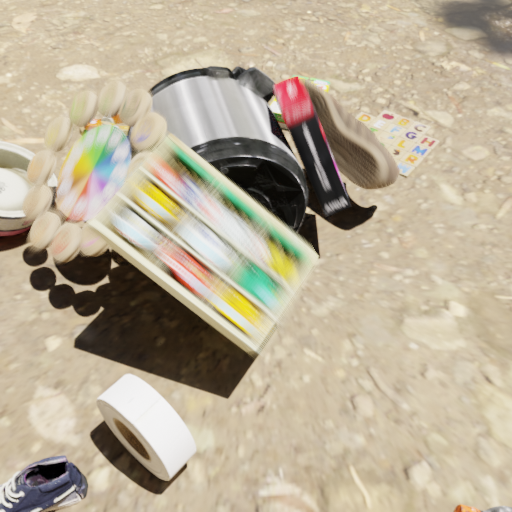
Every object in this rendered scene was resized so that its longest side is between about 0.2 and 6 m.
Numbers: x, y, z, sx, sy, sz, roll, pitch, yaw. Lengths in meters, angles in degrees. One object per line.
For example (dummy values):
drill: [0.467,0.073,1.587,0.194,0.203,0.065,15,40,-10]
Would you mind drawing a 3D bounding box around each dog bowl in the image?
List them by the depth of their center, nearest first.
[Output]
dog bowl: [-5.269,-1.341,11.458,2.215,0.817,2.215,20,42,-19]

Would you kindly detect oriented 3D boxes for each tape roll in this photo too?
tape roll: [-1.551,2.399,7.853,1.520,1.520,0.532,33,55,27]

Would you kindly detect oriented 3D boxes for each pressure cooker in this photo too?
pressure cooker: [-0.858,-1.822,10.755,3.125,3.174,3.553,-14,48,-8]

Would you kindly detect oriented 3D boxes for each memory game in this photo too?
memory game: [-2.894,-1.492,9.619,3.343,0.213,3.343,-10,70,29]

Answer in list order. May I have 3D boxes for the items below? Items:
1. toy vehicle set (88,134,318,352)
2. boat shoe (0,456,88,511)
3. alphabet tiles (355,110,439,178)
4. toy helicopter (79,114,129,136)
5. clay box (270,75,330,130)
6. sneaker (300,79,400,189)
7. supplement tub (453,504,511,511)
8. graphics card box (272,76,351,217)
toy vehicle set: [-0.693,-0.183,8.219,2.917,0.387,1.812,39,68,-9]
boat shoe: [-3.259,3.198,7.556,1.793,0.832,0.670,-16,48,-16]
alphabet tiles: [3.129,-2.800,13.837,2.211,0.084,2.657,29,52,25]
toy helicopter: [-3.446,-3.131,13.906,1.812,0.715,1.198,-4,36,-18]
clay box: [1.144,-4.041,14.752,1.159,0.480,2.017,17,48,16]
sneaker: [1.774,-2.487,11.742,1.143,1.066,3.027,-7,54,-49]
supplement tub: [3.463,3.874,6.456,2.422,1.483,1.483,14,48,14]
graphics card box: [1.005,-1.984,10.161,0.570,2.243,1.407,-22,31,8]
